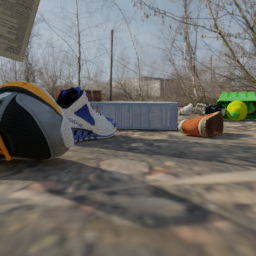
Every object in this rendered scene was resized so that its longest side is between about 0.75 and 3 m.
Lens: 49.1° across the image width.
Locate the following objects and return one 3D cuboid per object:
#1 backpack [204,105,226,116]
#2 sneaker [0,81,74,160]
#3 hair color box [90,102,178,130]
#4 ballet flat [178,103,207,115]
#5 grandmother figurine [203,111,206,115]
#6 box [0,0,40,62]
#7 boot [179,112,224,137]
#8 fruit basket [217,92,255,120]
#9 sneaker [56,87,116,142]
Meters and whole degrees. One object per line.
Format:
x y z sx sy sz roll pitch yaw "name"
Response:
3.848 -0.684 12.278 0.785 0.685 0.893 11 19 38 "backpack"
-1.955 0.030 3.628 2.761 1.081 1.066 6 34 23 "sneaker"
0.168 -0.399 8.498 2.656 0.805 1.315 2 5 11 "hair color box"
4.118 -1.142 17.169 2.259 0.722 0.854 0 11 4 "ballet flat"
4.459 -0.795 14.242 1.263 0.631 2.083 -8 -1 22 "grandmother figurine"
-3.102 -3.013 7.184 1.364 2.133 1.162 15 24 -26 "box"
1.835 -0.094 6.840 0.784 0.549 1.463 -3 3 40 "boot"
4.852 -0.783 12.394 1.910 1.378 1.910 -11 45 11 "fruit basket"
-0.924 -0.312 5.967 0.760 1.087 1.882 5 7 33 "sneaker"
